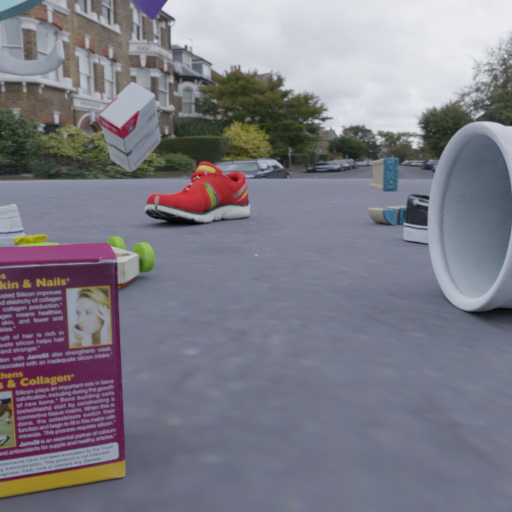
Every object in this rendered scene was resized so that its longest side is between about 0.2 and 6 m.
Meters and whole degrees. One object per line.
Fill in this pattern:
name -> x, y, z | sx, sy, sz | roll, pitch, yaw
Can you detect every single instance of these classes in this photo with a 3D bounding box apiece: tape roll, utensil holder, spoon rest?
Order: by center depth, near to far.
utensil holder -> 2.938, -0.324, 5.284 | 2.054, 1.745, 1.745 | 2, 9, -6
tape roll -> -1.463, -3.225, 6.407 | 1.025, 0.435, 1.025 | 39, 10, -8
spoon rest -> -4.095, -3.179, 8.530 | 2.143, 1.065, 0.650 | 3, -31, -34

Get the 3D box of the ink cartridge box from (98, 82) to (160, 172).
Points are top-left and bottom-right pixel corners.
ink cartridge box -> -1.351, -1.378, 6.076 | 0.324, 0.565, 0.778 | 32, -25, 11

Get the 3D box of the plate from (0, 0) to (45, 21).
plate -> -3.905, -4.221, 9.121 | 1.897, 0.242, 1.897 | -12, 43, 11

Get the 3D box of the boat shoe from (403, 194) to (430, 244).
boat shoe -> 3.774, -0.623, 9.080 | 1.066, 0.986, 2.886 | -9, 13, -42

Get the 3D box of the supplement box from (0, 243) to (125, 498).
supplement box -> -0.948, 0.471, 2.508 | 0.656, 1.002, 0.517 | -2, 10, -18

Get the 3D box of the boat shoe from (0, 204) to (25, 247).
boat shoe -> -4.961, -0.549, 9.274 | 2.329, 0.778, 0.857 | 0, 9, 1

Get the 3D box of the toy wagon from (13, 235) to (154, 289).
toy wagon -> -2.356, 0.060, 6.723 | 1.712, 0.437, 2.207 | -7, 11, -38

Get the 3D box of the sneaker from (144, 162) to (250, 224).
sneaker -> -1.362, -1.495, 13.087 | 1.255, 1.384, 3.259 | 6, 11, 34

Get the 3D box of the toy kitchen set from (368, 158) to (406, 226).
toy kitchen set -> 3.560, -1.440, 12.524 | 1.831, 1.467, 1.078 | -5, 10, -28
